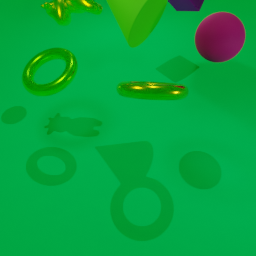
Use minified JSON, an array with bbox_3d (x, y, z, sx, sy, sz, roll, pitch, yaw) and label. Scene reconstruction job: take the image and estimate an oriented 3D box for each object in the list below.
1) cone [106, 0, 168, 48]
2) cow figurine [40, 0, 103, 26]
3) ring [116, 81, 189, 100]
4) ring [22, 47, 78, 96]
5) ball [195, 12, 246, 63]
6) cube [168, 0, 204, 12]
[{"bbox_3d":[-0.102,-3.150,7.023,1.600,1.594,1.594,38,54,10],"label":"cone"},{"bbox_3d":[-1.549,-3.745,7.980,1.690,1.718,0.943,16,18,3],"label":"cow figurine"},{"bbox_3d":[0.533,-0.839,6.182,1.586,0.317,1.586,3,12,-1],"label":"ring"},{"bbox_3d":[-2.007,-1.457,7.176,1.521,0.304,1.521,-7,59,12],"label":"ring"},{"bbox_3d":[2.230,-2.198,6.831,1.175,1.175,1.175,0,45,0],"label":"ball"},{"bbox_3d":[2.225,-5.270,10.645,1.155,1.155,1.155,25,92,44],"label":"cube"}]
